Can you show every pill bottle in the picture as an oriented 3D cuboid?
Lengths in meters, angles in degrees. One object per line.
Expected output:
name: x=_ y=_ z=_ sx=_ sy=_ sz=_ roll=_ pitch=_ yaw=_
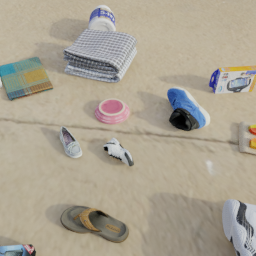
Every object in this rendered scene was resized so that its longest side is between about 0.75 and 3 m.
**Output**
pill bottle: x=-1.413 y=-5.745 z=15.336 sx=1.441 sy=1.441 sz=2.408 roll=-2 pitch=45 yaw=-2

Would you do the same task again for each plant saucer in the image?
plant saucer: x=-0.626 y=-0.723 z=11.062 sx=1.378 sy=0.349 sz=1.378 roll=0 pitch=46 yaw=0

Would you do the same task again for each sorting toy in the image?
sorting toy: x=4.849 y=0.397 z=9.962 sx=1.671 sy=0.305 sz=1.547 roll=10 pitch=46 yaw=11

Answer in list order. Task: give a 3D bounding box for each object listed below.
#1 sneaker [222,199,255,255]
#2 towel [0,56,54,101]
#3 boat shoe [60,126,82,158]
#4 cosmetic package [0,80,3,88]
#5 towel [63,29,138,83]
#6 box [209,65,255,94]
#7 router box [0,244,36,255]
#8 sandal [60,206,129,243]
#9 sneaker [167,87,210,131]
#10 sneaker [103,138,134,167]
sneaker: x=3.404 y=3.056 z=6.716 sx=1.672 sy=1.093 sz=2.910 roll=0 pitch=45 yaw=0
towel: x=-4.669 y=-2.282 z=12.699 sx=1.964 sy=0.291 sz=2.678 roll=-20 pitch=50 yaw=-19
boat shoe: x=-2.031 y=0.495 z=9.761 sx=0.514 sy=0.447 sz=1.394 roll=-21 pitch=49 yaw=-20
cosmetic package: x=-6.185 y=-2.321 z=12.237 sx=0.952 sy=0.946 sz=1.137 roll=-22 pitch=48 yaw=-20
towel: x=-1.295 y=-3.473 z=12.938 sx=2.940 sy=1.258 sz=2.435 roll=14 pitch=55 yaw=13
box: x=4.430 y=-2.018 z=11.800 sx=1.920 sy=1.143 sz=0.398 roll=-6 pitch=46 yaw=-5
router box: x=-2.915 y=3.615 z=6.591 sx=1.186 sy=0.492 sz=1.582 roll=-4 pitch=45 yaw=-4
sandal: x=-0.909 y=2.557 z=7.628 sx=1.937 sy=0.529 sz=0.791 roll=16 pitch=47 yaw=15
sneaker: x=1.941 y=-0.736 z=10.701 sx=1.248 sy=0.861 sz=2.244 roll=-18 pitch=54 yaw=-29
sneaker: x=-0.317 y=0.895 z=9.378 sx=0.556 sy=0.513 sz=1.391 roll=-30 pitch=44 yaw=-21
